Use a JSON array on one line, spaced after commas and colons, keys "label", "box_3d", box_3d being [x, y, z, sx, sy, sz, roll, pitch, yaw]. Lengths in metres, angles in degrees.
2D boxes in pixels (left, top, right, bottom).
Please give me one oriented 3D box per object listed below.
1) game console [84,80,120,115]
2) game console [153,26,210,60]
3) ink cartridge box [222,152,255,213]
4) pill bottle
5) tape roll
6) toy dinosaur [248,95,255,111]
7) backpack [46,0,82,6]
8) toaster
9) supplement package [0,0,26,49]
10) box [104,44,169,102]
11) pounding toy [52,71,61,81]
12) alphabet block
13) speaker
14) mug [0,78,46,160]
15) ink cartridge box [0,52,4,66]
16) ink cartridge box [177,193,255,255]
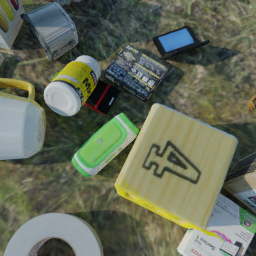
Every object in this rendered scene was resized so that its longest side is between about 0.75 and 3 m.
[{"label": "game console", "box_3d": [-0.854, -1.014, 9.128, 0.893, 0.157, 1.010, 28, 74, 4]}, {"label": "game console", "box_3d": [1.743, -2.938, 9.397, 1.469, 1.292, 0.855, -21, 101, -6]}, {"label": "ink cartridge box", "box_3d": [4.116, 1.849, 7.007, 2.866, 2.361, 1.076, 39, 77, 12]}, {"label": "pill bottle", "box_3d": [-1.558, -1.321, 8.316, 1.087, 1.087, 1.903, 18, 44, 6]}, {"label": "tape roll", "box_3d": [-1.893, 3.493, 7.284, 2.476, 0.818, 2.476, 0, 72, -1]}, {"label": "toy dinosaur", "box_3d": [4.472, -0.967, 8.921, 1.273, 0.724, 2.397, -19, 82, -22]}, {"label": "backpack", "box_3d": [-2.247, -5.120, 9.739, 1.632, 1.714, 1.320, 8, 78, -3]}, {"label": "toaster", "box_3d": [-2.560, -3.306, 9.375, 1.266, 1.113, 1.960, -33, 73, -14]}, {"label": "supplement package", "box_3d": [-4.612, -4.059, 8.641, 1.595, 2.913, 1.657, 13, 72, 4]}, {"label": "box", "box_3d": [0.272, -1.839, 9.242, 1.679, 0.412, 1.353, 33, 76, 10]}, {"label": "pounding toy", "box_3d": [-2.014, -1.608, 9.125, 1.047, 0.486, 0.808, -8, 72, -2]}, {"label": "alphabet block", "box_3d": [1.152, 1.085, 7.344, 2.254, 2.242, 2.296, 24, 74, 9]}, {"label": "speaker", "box_3d": [-0.640, 0.493, 8.046, 1.995, 0.882, 0.882, -43, 76, 2]}, {"label": "mug", "box_3d": [-3.534, -0.308, 7.906, 2.230, 2.176, 2.717, 5, 82, -7]}, {"label": "ink cartridge box", "box_3d": [-5.315, -1.890, 9.281, 1.773, 0.391, 1.806, 14, 71, 4]}, {"label": "ink cartridge box", "box_3d": [2.405, 2.891, 7.491, 1.358, 0.788, 1.876, 33, 75, 10]}]
